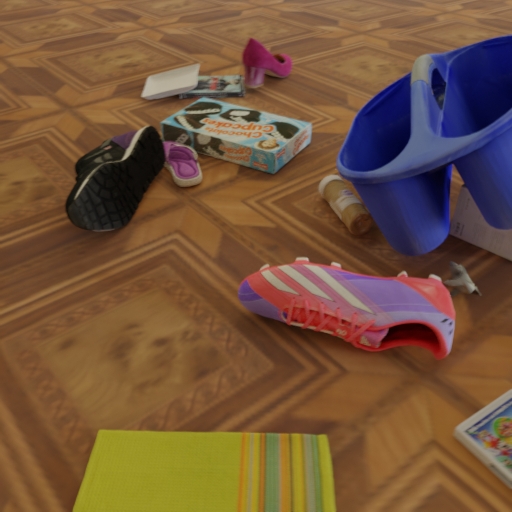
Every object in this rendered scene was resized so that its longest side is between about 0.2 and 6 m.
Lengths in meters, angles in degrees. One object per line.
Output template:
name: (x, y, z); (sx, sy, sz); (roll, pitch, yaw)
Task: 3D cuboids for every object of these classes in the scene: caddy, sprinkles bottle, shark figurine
caddy: (3.310, -2.253, 9.843); (3.398, 2.523, 4.807); (-17, 27, 31)
sprinkles bottle: (1.721, -1.003, 10.843); (0.511, 0.511, 1.498); (-11, 39, -14)
shark figurine: (3.228, 0.498, 8.918); (0.698, 0.488, 1.169); (56, 17, 5)

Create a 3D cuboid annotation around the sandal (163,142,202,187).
sandal: (-1.676, -2.191, 12.381); (0.829, 0.501, 2.038); (-17, 41, -21)

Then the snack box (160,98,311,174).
snack box: (-0.479, -2.911, 13.248); (3.108, 0.577, 1.806); (20, 42, 23)

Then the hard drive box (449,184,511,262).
hard drive box: (4.266, -0.643, 9.922); (1.384, 1.078, 0.531); (31, 47, 33)

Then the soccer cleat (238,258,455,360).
soccer cleat: (1.267, 0.806, 8.174); (3.168, 1.057, 1.211); (4, 50, 5)

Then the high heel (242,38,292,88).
high heel: (0.389, -5.904, 16.382); (0.939, 1.338, 2.789); (23, 38, 23)

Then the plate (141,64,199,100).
plate: (-2.366, -4.867, 15.827); (1.578, 0.256, 1.582); (-11, 38, 7)

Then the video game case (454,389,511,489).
video game case: (3.660, 2.477, 6.629); (1.497, 0.188, 2.091); (-22, 43, -25)

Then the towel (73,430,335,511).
towel: (-0.552, 2.578, 6.496); (2.868, 0.259, 1.234); (1, 33, 2)

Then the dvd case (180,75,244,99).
dvd case: (-1.256, -4.858, 16.073); (1.802, 0.198, 1.316); (-1, 38, -2)

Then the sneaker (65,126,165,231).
sneaker: (-3.059, -1.460, 11.173); (1.437, 1.243, 3.281); (-4, 32, 20)
